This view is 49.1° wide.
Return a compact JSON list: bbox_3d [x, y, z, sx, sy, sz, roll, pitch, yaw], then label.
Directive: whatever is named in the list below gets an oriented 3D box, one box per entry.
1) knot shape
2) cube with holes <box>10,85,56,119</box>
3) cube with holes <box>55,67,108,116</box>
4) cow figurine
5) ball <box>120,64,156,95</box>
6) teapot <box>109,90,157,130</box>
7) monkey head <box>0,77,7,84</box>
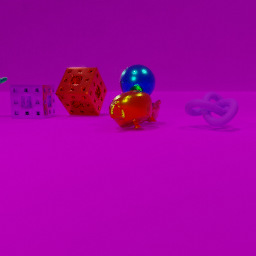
[{"bbox_3d":[2.283,-0.488,7.293,1.373,0.634,1.285,-10,23,-20],"label":"knot shape"},{"bbox_3d":[-3.428,-0.983,10.222,1.178,1.178,1.178,1,8,7],"label":"cube with holes"},{"bbox_3d":[-1.730,-1.385,10.715,1.297,1.297,1.297,3,-33,19],"label":"cube with holes"},{"bbox_3d":[0.318,-0.705,8.515,0.728,1.327,1.306,-41,2,-39],"label":"cow figurine"},{"bbox_3d":[0.274,-1.280,7.884,1.008,1.008,1.008,0,8,0],"label":"ball"},{"bbox_3d":[0.154,-0.404,7.260,1.153,0.908,1.854,-27,-15,36],"label":"teapot"},{"bbox_3d":[-5.004,-1.607,10.166,1.132,0.682,0.815,4,-36,-14],"label":"monkey head"}]
